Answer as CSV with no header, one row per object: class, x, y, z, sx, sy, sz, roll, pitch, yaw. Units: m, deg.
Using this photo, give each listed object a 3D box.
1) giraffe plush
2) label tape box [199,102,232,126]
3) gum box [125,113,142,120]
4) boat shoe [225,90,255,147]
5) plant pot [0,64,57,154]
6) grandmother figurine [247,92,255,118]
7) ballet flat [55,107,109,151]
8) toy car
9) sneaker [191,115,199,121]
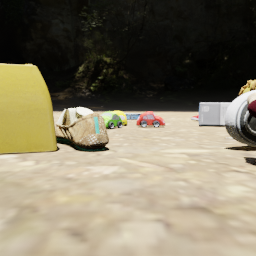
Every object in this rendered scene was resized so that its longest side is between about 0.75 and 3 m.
giraffe plush,2.708,-0.375,5.681,1.463,1.187,1.263,0,4,-5
label tape box,3.828,-0.502,9.892,2.575,0.851,1.845,-1,4,15
gum box,-0.103,-0.633,15.273,1.222,0.320,1.438,-2,5,-28
boat shoe,2.855,-0.130,4.334,2.743,0.941,0.777,1,4,-16
plant pot,-1.815,-0.320,4.342,1.254,1.282,1.245,-2,5,-21
grandmother figurine,1.893,-0.025,2.910,1.395,0.697,2.301,24,25,30
ballet flat,-0.856,-0.037,4.850,0.691,0.640,1.960,-3,5,-32
toy car,-0.213,-0.284,9.038,2.328,0.519,2.191,3,5,36
sneaker,3.600,-0.678,13.152,1.265,0.712,0.451,0,4,1
